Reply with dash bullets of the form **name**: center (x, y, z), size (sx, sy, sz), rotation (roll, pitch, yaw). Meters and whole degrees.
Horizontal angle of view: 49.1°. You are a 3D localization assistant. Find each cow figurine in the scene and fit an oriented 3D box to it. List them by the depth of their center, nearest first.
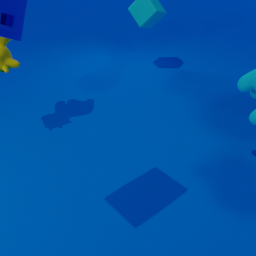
- **cow figurine**: center (2.662, -0.874, 4.668), size (0.851, 1.526, 1.550), rotation (16, 55, -34)
- **cow figurine**: center (-2.823, -2.084, 6.113), size (0.878, 1.600, 1.574), rotation (1, 51, -26)

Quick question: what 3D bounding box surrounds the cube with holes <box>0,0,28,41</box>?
- **cube with holes**: center (-1.498, -1.407, 2.491), size (0.914, 0.914, 0.914), rotation (1, 21, -43)

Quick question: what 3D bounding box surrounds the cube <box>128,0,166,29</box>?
- **cube**: center (0.655, -3.943, 9.443), size (0.789, 0.789, 0.789), rotation (-24, 81, -55)
